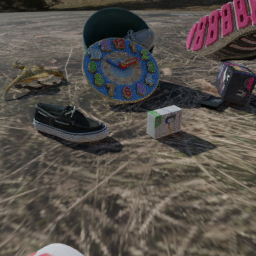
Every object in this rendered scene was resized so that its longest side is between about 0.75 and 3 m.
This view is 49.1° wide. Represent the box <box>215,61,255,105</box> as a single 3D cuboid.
[{"bbox_3d":[3.505,-1.521,9.209,0.834,0.961,1.573,14,28,1],"label":"box"}]

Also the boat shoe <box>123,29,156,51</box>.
[{"bbox_3d":[-0.187,-3.001,10.565,2.559,0.821,0.943,-21,66,16],"label":"boat shoe"}]

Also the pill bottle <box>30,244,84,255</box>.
[{"bbox_3d":[-1.297,2.097,1.444,2.980,1.621,1.621,-22,34,-37],"label":"pill bottle"}]

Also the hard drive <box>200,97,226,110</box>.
[{"bbox_3d":[2.687,-0.782,8.808,0.531,0.125,0.761,19,32,33],"label":"hard drive"}]

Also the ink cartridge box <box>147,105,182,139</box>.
[{"bbox_3d":[0.919,-0.158,7.030,0.852,0.619,0.373,-16,31,-29],"label":"ink cartridge box"}]

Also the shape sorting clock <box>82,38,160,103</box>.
[{"bbox_3d":[-0.196,-2.018,9.411,2.664,0.523,2.664,6,59,-10],"label":"shape sorting clock"}]

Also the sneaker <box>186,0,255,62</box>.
[{"bbox_3d":[2.790,-2.201,6.011,1.309,1.104,2.992,15,-20,-39],"label":"sneaker"}]

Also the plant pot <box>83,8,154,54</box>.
[{"bbox_3d":[-0.509,-3.043,11.050,2.654,2.654,1.787,-8,-15,-16],"label":"plant pot"}]

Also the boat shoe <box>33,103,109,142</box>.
[{"bbox_3d":[-1.491,-0.188,6.946,2.104,0.746,0.758,9,28,16],"label":"boat shoe"}]

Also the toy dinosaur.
[{"bbox_3d":[-3.699,-1.949,10.342,1.475,0.849,2.918,18,32,30],"label":"toy dinosaur"}]
